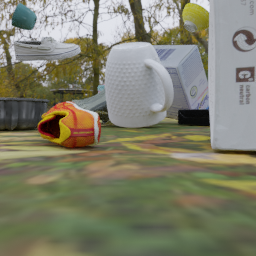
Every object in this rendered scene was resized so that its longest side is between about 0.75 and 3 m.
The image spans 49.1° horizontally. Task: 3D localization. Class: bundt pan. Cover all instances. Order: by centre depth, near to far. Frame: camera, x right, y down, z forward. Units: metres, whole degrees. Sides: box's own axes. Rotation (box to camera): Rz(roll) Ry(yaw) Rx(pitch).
[{"bbox_3d":[-3.293,-0.371,7.708,2.237,0.839,2.237,-1,3,0],"label":"bundt pan"}]

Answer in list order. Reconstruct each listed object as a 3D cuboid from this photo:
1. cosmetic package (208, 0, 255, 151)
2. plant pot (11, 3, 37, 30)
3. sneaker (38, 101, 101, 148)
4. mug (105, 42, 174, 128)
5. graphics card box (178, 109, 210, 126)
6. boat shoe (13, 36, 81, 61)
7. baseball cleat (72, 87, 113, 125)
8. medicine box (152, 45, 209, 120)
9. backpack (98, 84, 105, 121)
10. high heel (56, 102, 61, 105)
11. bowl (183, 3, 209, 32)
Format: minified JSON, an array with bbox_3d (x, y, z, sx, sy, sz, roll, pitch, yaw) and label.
[{"bbox_3d":[2.260,-0.883,3.877,2.203,2.201,2.670,0,2,16],"label":"cosmetic package"},{"bbox_3d":[-3.718,-3.949,10.138,0.686,0.855,0.855,23,-4,-15],"label":"plant pot"},{"bbox_3d":[-0.989,-0.091,3.988,0.667,0.631,1.728,1,2,-30],"label":"sneaker"},{"bbox_3d":[0.409,-1.346,8.644,1.944,2.308,2.633,-21,29,-29],"label":"mug"},{"bbox_3d":[3.275,-0.421,10.897,2.507,0.638,1.573,-4,5,-44],"label":"graphics card box"},{"bbox_3d":[-2.664,-2.666,9.201,2.134,0.701,0.768,-2,33,1],"label":"boat shoe"},{"bbox_3d":[-1.191,-0.510,10.109,2.939,1.564,1.025,-27,40,-16],"label":"baseball cleat"},{"bbox_3d":[1.874,-1.920,12.248,2.730,2.997,1.543,16,54,45],"label":"medicine box"},{"bbox_3d":[-0.529,-1.078,12.970,2.295,1.946,2.585,0,8,5],"label":"backpack"},{"bbox_3d":[-3.565,-0.679,12.453,1.397,0.996,0.499,0,3,-7],"label":"high heel"},{"bbox_3d":[2.008,-3.240,8.492,0.982,0.528,0.982,35,-2,1],"label":"bowl"}]
